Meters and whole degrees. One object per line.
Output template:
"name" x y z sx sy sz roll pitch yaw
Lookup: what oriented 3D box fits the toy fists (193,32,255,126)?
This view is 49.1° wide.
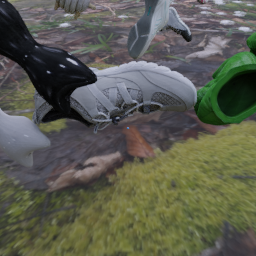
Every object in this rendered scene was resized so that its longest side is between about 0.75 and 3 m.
"toy fists" 2.302 -1.113 4.860 2.833 1.444 0.974 -44 84 4

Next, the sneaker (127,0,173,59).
"sneaker" 0.748 -3.104 8.350 0.816 2.320 0.930 33 14 36

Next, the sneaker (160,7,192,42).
"sneaker" 1.622 -3.617 10.249 0.875 0.569 1.516 -29 77 -5

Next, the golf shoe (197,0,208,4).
"golf shoe" 1.957 -3.604 7.546 0.806 0.371 0.293 2 57 -43

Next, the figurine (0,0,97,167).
"figurine" -2.103 -0.678 4.404 2.557 2.621 1.128 35 36 -10

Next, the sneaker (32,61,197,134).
"sneaker" -0.288 -0.405 4.979 2.930 1.095 1.201 3 68 11

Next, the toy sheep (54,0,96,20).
"toy sheep" -1.842 -4.303 9.326 1.614 1.112 1.112 19 34 -15
